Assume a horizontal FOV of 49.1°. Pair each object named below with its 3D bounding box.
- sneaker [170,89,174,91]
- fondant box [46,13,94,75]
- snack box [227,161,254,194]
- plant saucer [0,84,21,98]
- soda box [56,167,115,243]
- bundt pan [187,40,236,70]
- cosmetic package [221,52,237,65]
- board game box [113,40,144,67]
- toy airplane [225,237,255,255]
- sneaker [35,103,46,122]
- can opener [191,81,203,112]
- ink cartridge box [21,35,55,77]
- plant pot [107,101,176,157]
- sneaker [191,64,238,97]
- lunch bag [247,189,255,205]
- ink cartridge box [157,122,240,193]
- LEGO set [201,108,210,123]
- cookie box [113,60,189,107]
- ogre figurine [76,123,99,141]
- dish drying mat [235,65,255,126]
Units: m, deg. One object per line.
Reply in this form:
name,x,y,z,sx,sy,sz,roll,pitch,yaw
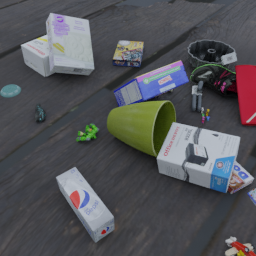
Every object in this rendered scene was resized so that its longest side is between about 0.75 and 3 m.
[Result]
sneaker,1.597,-2.025,13.578,0.614,0.463,1.314,-38,54,-19
fondant box,-2.907,-4.156,14.058,2.023,0.817,2.805,-1,75,-30
snack box,3.245,1.161,10.322,0.965,0.326,2.683,-21,48,-20
plant saucer,-5.687,-1.835,13.524,0.975,0.175,0.975,0,45,0
soda box,-1.363,2.334,8.790,0.737,0.793,2.323,-28,51,-25
bundt pan,4.360,-3.699,14.894,2.508,0.941,2.508,-1,45,1
cosmetic package,4.553,-3.126,12.657,0.588,0.422,1.041,-16,8,16
board game box,0.052,-4.229,15.830,1.507,0.385,2.225,6,44,6
toy airplane,3.129,3.458,7.877,0.827,0.583,0.823,1,5,14
sneaker,-3.833,-0.672,12.244,0.424,0.404,1.071,1,49,-19
can opener,3.181,-1.481,12.917,0.469,0.593,1.784,8,50,9
ink cartridge box,-3.965,-4.152,15.180,2.031,1.167,2.798,32,53,29
plant pot,0.386,-0.100,10.649,2.233,2.089,2.089,9,43,29
sneaker,4.407,-2.192,13.095,2.983,1.145,1.249,16,31,17
lunch bag,3.544,1.815,7.145,0.660,0.481,0.776,-35,2,8
ink cartridge box,2.422,0.949,9.699,2.395,1.002,1.737,14,55,24
LEGO set,3.372,-0.616,12.143,0.322,0.347,0.845,5,44,4
cookie box,0.879,-1.727,11.770,2.212,0.972,2.586,-24,5,-23
ogre figurine,-1.569,0.198,11.248,0.602,0.492,1.004,11,27,36
dish drying mat,5.332,-1.468,12.175,1.084,0.257,2.824,1,72,3
